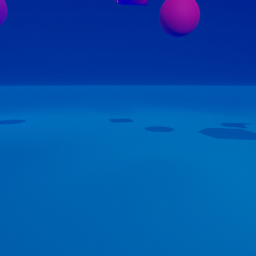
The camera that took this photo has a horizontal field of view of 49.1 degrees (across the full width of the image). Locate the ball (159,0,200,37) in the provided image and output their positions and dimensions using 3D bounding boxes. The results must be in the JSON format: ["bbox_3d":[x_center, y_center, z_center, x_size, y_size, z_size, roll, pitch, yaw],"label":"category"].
[{"bbox_3d":[1.140,-2.494,6.247,0.887,0.887,0.887,0,9,0],"label":"ball"}]

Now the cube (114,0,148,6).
[{"bbox_3d":[0.073,-3.718,7.321,0.809,0.809,0.809,-3,35,-12],"label":"cube"}]

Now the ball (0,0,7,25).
[{"bbox_3d":[-3.751,-3.160,7.355,1.062,1.062,1.062,0,9,0],"label":"ball"}]
